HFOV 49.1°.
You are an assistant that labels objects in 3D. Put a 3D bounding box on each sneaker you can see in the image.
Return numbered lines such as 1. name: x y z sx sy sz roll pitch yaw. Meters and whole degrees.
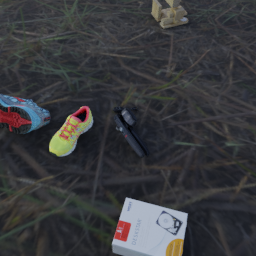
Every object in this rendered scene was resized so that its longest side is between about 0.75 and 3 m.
1. sneaker: -3.478 -0.471 8.789 2.547 1.010 1.217 22 21 29
2. sneaker: -1.656 0.023 8.098 0.710 0.820 1.817 28 55 7

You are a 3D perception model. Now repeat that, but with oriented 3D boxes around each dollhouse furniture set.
1. dollhouse furniture set: 2.103 -5.375 11.869 1.505 1.848 1.757 -17 56 -13

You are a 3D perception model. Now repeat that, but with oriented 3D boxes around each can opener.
1. can opener: 0.086 0.185 8.356 0.528 0.655 1.665 -10 59 -33

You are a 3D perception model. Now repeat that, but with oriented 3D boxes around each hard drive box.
1. hard drive box: 0.524 2.458 6.552 1.527 0.586 1.190 12 52 9

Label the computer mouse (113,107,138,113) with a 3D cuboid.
1. computer mouse: -0.078 -0.598 9.242 0.858 0.146 0.252 -2 27 -7
